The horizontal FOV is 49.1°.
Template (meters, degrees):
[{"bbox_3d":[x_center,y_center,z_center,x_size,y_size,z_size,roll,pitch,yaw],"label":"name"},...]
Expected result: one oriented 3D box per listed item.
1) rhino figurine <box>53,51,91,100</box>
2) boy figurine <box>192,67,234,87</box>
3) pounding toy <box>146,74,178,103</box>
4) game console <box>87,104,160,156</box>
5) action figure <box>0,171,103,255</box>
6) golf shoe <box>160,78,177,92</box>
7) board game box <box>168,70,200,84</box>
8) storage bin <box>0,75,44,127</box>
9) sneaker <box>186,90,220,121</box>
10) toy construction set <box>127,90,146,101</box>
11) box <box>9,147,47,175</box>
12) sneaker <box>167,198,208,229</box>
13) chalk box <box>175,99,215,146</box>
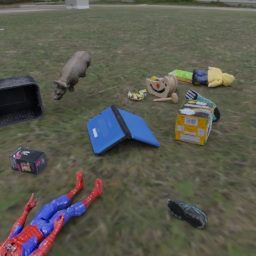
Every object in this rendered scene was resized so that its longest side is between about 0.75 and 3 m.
[{"bbox_3d":[-2.248,-2.025,10.916,0.806,1.179,2.697,29,52,-4],"label":"rhino figurine"},{"bbox_3d":[4.042,-2.426,13.323,1.913,0.616,1.190,4,60,-1],"label":"boy figurine"},{"bbox_3d":[1.394,-1.752,11.893,1.022,1.019,1.782,-24,37,-36],"label":"pounding toy"},{"bbox_3d":[-0.232,0.201,9.263,1.747,1.211,2.046,-34,32,4],"label":"game console"},{"bbox_3d":[-1.698,1.930,5.716,0.976,0.771,2.983,18,37,24],"label":"action figure"},{"bbox_3d":[1.722,-1.909,12.709,0.696,0.549,1.513,-13,23,-15],"label":"golf shoe"},{"bbox_3d":[3.046,-2.585,14.159,1.855,0.278,0.886,18,35,33],"label":"board game box"},{"bbox_3d":[-4.269,-0.974,10.103,2.090,1.413,0.980,-15,33,-25],"label":"storage bin"},{"bbox_3d":[2.887,-0.878,10.530,1.542,0.574,0.675,46,22,15],"label":"sneaker"},{"bbox_3d":[0.352,-1.403,11.917,0.839,0.387,0.550,-1,52,14],"label":"toy construction set"},{"bbox_3d":[-2.756,0.905,7.747,0.839,0.445,0.513,9,31,14],"label":"box"},{"bbox_3d":[1.310,1.861,6.226,0.963,0.363,0.382,29,30,28],"label":"sneaker"},{"bbox_3d":[2.273,-0.293,9.338,1.004,0.997,1.608,12,31,23],"label":"chalk box"}]
